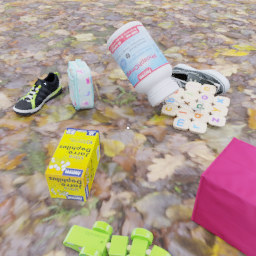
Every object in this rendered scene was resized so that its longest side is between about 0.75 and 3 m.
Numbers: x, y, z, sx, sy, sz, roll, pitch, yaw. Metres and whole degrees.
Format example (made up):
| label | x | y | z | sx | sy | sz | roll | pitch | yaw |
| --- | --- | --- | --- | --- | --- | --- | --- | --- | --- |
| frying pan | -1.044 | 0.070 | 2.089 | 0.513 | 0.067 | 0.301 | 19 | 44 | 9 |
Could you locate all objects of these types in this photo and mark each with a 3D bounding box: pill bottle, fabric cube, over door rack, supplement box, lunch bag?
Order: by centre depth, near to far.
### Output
| label | x | y | z | sx | sy | sz | roll | pitch | yaw |
| --- | --- | --- | --- | --- | --- | --- | --- | --- | --- |
| fabric cube | 2.905 | 1.677 | 6.876 | 1.842 | 1.813 | 1.848 | 27 | 47 | 32 |
| supplement box | -1.527 | 1.016 | 8.248 | 1.062 | 1.069 | 1.951 | 5 | 40 | 6 |
| pill bottle | 0.592 | -2.260 | 10.147 | 1.544 | 1.544 | 2.840 | -33 | 87 | -34 |
| lunch bag | -1.874 | -1.728 | 10.823 | 0.810 | 1.686 | 2.102 | -10 | 25 | -15 |
| over door rack | 2.222 | -1.281 | 11.247 | 2.337 | 0.778 | 1.726 | 16 | 40 | 31 |

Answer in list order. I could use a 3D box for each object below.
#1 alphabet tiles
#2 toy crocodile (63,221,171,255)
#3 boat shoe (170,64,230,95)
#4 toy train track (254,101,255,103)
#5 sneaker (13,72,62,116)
| label | x | y | z | sx | sy | sz | roll | pitch | yaw |
| --- | --- | --- | --- | --- | --- | --- | --- | --- | --- |
| alphabet tiles | 2.592 | -0.824 | 10.752 | 2.368 | 0.177 | 2.421 | 14 | 57 | 16 |
| toy crocodile | -0.255 | 2.788 | 6.419 | 2.560 | 0.790 | 0.864 | 6 | 40 | 14 |
| boat shoe | 2.913 | -1.960 | 12.130 | 1.040 | 1.057 | 2.933 | -35 | 39 | -24 |
| toy train track | 5.623 | -1.165 | 11.693 | 0.782 | 0.127 | 0.448 | -11 | 40 | -12 |
| sneaker | -3.702 | -1.510 | 11.360 | 0.926 | 1.069 | 2.582 | 18 | 42 | 20 |
